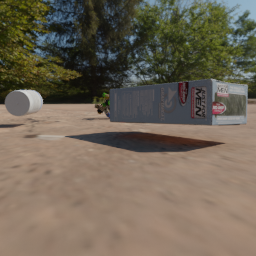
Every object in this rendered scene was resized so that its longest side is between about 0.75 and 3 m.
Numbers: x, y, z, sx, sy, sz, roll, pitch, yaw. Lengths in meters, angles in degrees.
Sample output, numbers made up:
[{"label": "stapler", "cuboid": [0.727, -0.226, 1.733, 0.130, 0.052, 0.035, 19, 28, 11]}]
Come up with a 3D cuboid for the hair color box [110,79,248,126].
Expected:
[{"label": "hair color box", "cuboid": [1.026, -0.525, 6.490, 1.442, 0.883, 2.913, -3, 3, -42]}]

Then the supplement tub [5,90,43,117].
[{"label": "supplement tub", "cuboid": [-3.538, -0.870, 9.633, 0.875, 0.875, 1.327, 0, 7, 0]}]

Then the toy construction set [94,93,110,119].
[{"label": "toy construction set", "cuboid": [-0.869, -1.161, 13.163, 1.170, 1.269, 1.522, 15, 23, 37]}]
